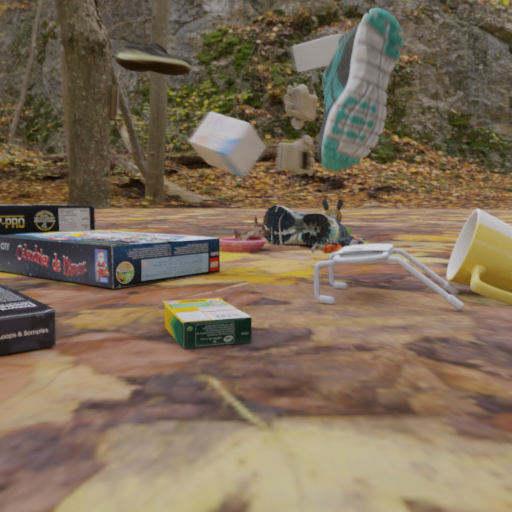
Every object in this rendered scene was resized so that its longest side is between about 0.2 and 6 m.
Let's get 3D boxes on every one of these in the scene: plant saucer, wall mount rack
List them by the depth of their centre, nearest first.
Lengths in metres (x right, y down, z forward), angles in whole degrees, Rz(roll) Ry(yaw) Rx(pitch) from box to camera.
[{"bbox_3d":[1.557,0.220,6.573,1.587,0.681,1.827,-2,6,17],"label":"wall mount rack"},{"bbox_3d":[-0.321,-0.234,12.209,1.064,0.270,1.064,1,6,0],"label":"plant saucer"}]

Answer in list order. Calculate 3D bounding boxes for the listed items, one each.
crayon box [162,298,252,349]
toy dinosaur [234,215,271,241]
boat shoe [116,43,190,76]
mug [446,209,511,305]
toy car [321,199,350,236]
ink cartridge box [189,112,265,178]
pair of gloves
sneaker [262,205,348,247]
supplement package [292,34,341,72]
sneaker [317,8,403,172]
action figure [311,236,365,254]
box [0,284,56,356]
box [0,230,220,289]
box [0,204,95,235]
[{"bbox_3d":[-0.460,0.574,4.926,0.582,0.239,0.926,-2,7,-20],"label":"crayon box"},{"bbox_3d":[-0.118,-0.499,12.370,0.748,0.474,1.104,-31,-7,16],"label":"toy dinosaur"},{"bbox_3d":[-2.159,-4.224,11.860,1.700,0.551,0.622,12,-9,14],"label":"boat shoe"},{"bbox_3d":[2.895,0.133,6.718,0.955,1.163,0.931,22,-20,8],"label":"mug"},{"bbox_3d":[2.155,-1.039,15.701,0.907,1.104,0.871,0,6,3],"label":"toy car"},{"bbox_3d":[-0.806,-2.848,14.193,1.592,1.023,0.997,26,-13,36],"label":"ink cartridge box"},{"bbox_3d":[1.138,-3.163,14.171,0.387,2.208,1.877,9,5,25],"label":"pair of gloves"},{"bbox_3d":[1.160,-0.602,13.666,1.069,0.962,2.478,10,5,-43],"label":"sneaker"},{"bbox_3d":[1.345,-4.333,11.979,0.932,0.565,0.558,6,27,46],"label":"supplement package"},{"bbox_3d":[1.683,-2.894,10.150,1.118,2.881,1.314,21,-3,-26],"label":"sneaker"},{"bbox_3d":[1.686,-0.151,10.423,0.984,0.532,1.017,-14,13,-32],"label":"action figure"},{"bbox_3d":[-2.730,0.541,4.756,1.411,0.356,1.974,-6,7,-38],"label":"box"},{"bbox_3d":[-2.404,-0.030,8.834,3.071,0.579,2.098,5,8,37],"label":"box"},{"bbox_3d":[-6.897,-0.968,15.642,4.006,0.984,3.229,-4,4,-30],"label":"box"}]
